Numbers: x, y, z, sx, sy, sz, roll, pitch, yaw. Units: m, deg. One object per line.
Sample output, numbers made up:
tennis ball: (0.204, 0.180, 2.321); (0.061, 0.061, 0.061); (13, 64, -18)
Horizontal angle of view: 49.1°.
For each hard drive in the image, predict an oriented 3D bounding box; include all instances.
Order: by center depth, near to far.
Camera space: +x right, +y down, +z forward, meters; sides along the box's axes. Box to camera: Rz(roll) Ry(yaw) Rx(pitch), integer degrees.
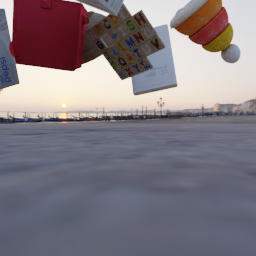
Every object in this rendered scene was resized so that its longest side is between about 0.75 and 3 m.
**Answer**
hard drive: (0.923, -2.734, 11.235); (1.756, 2.664, 0.350); (-10, -17, 15)

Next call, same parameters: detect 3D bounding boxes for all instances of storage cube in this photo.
storage cube: (-2.348, -2.892, 8.722); (2.154, 1.936, 1.841); (7, 15, -5)

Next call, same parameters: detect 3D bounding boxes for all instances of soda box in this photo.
soda box: (-3.589, -2.128, 7.588); (0.651, 2.054, 0.701); (14, 29, 30)

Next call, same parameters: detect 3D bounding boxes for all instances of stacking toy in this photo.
stacking toy: (2.289, -2.568, 7.599); (1.540, 2.108, 1.540); (-39, 15, 13)

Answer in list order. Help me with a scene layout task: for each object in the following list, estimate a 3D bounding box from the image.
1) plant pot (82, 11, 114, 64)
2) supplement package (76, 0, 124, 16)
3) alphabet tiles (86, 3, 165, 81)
plant pot: (-1.530, -3.572, 10.598); (2.476, 2.476, 1.143); (1, -41, 39)
supplement package: (-0.537, -3.139, 4.714); (1.442, 1.852, 1.027); (35, 13, 33)
alphabet tiles: (-0.048, -2.587, 8.688); (2.462, 2.058, 0.093); (-10, 34, 51)
